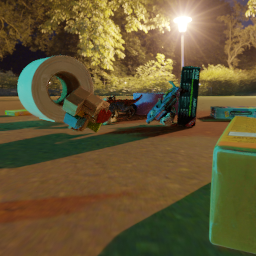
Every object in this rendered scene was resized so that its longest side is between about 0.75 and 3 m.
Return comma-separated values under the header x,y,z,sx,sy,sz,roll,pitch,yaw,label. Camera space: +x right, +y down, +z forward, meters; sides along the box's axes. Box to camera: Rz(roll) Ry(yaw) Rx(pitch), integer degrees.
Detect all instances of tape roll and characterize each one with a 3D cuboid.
x,y,z,sx,sy,sz,roll,pitch,yaw,label
1.531,-1.291,14.517,2.529,1.075,2.529,1,8,0,tape roll
-2.827,-1.520,10.974,2.499,2.499,1.716,-6,9,-36,tape roll

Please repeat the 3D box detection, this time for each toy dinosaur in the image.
x,y,z,sx,sy,sz,roll,pitch,yaw,label
-0.585,-0.881,11.057,1.624,1.790,0.940,30,-13,-8,toy dinosaur

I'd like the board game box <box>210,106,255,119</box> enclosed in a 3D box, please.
x,y,z,sx,sy,sz,roll,pitch,yaw,label
4.829,-0.711,12.525,2.005,0.471,1.514,1,8,7,board game box

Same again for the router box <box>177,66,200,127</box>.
x,y,z,sx,sy,sz,roll,pitch,yaw,label
2.123,-1.118,9.903,0.626,2.014,1.509,5,9,9,router box

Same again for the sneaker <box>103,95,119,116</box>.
x,y,z,sx,sy,sz,roll,pitch,yaw,label
-1.087,-0.981,13.388,1.016,0.947,2.563,-12,5,-17,sneaker

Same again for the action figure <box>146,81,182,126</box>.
x,y,z,sx,sy,sz,roll,pitch,yaw,label
1.509,-0.838,9.907,0.968,1.790,1.850,28,-44,-19,action figure

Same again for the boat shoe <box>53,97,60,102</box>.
x,y,z,sx,sy,sz,roll,pitch,yaw,label
-3.898,-1.370,15.972,2.292,0.813,0.826,1,8,5,boat shoe

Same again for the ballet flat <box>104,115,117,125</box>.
x,y,z,sx,sy,sz,roll,pitch,yaw,label
-0.682,-0.333,10.417,0.327,0.327,0.942,2,9,17,ballet flat

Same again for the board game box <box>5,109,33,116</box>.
x,y,z,sx,sy,sz,roll,pitch,yaw,label
-5.045,-0.801,13.983,0.870,0.273,1.822,7,13,38,board game box

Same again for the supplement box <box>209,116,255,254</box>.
x,y,z,sx,sy,sz,roll,pitch,yaw,label
1.516,0.407,3.172,0.881,0.852,2.562,3,9,22,supplement box

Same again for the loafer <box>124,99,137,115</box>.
x,y,z,sx,sy,sz,roll,pitch,yaw,label
0.067,-0.972,14.167,0.552,0.570,1.625,-13,28,-14,loafer

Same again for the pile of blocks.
x,y,z,sx,sy,sz,roll,pitch,yaw,label
-0.965,-0.268,7.440,0.892,1.179,2.871,31,3,4,pile of blocks
